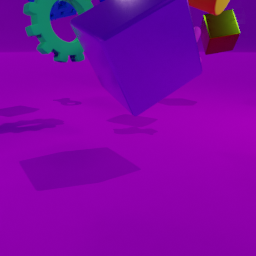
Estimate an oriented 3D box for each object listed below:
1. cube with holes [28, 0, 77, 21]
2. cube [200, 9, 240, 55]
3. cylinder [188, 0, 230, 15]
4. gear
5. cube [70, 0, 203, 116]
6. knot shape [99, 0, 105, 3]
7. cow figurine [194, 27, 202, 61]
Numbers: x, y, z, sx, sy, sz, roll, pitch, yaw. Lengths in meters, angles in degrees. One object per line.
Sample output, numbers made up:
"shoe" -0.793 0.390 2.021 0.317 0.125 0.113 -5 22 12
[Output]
"cube with holes" -2.248 -4.111 8.458 1.084 1.084 1.084 -31 73 -32
"cube" 3.429 -3.598 10.587 1.098 1.098 1.098 -9 -19 3
"cylinder" 2.028 -3.670 7.228 1.146 1.146 1.146 32 30 23
"gear" -1.568 -2.694 7.087 2.005 2.005 0.371 -14 18 -38
"cube" 0.140 -1.324 4.577 1.391 1.391 1.391 -33 40 -9
"knot shape" -0.690 -4.746 10.105 0.772 1.563 1.670 1 20 -33
"cow figurine" 1.323 -1.941 6.801 1.165 1.146 0.640 19 1 -32
